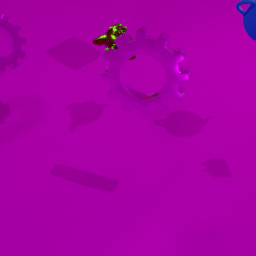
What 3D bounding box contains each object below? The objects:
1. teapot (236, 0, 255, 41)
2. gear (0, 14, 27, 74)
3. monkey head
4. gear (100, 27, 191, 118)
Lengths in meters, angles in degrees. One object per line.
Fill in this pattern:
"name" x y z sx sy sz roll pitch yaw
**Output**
"teapot" 3.276 -2.542 6.755 1.768 0.866 1.099 26 67 -25
"gear" -3.439 -2.211 7.271 0.286 1.546 1.546 -6 37 50
"monkey head" -0.364 -2.197 7.556 1.108 1.541 0.928 -16 88 25
"gear" 0.327 -1.044 5.515 1.722 1.722 0.318 13 32 10
